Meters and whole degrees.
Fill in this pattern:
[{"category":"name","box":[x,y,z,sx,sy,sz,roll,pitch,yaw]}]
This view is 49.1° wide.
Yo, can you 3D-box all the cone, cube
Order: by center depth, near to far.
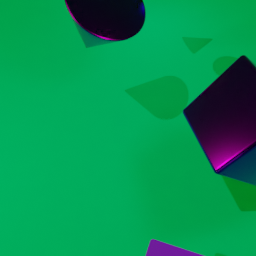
[{"category":"cube","box":[0.604,1.699,2.875,0.749,0.749,0.749,-5,55,49]},{"category":"cube","box":[1.955,-0.053,4.453,1.325,1.325,1.325,20,37,-37]},{"category":"cone","box":[-0.712,-2.207,6.157,1.661,1.668,1.661,7,72,-21]}]
